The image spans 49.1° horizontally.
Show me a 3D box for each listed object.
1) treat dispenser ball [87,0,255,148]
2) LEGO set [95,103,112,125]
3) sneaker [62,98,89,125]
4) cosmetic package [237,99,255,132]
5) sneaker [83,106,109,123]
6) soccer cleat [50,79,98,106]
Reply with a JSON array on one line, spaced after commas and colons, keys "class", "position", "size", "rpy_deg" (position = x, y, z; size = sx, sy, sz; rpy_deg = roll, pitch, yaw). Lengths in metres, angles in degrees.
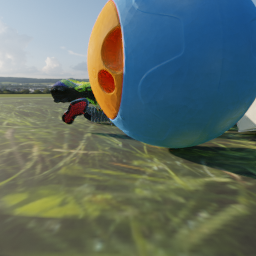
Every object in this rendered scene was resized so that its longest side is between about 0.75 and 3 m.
[{"class": "treat dispenser ball", "position": [0.740, -1.078, 4.643], "size": [2.827, 2.827, 2.827], "rpy_deg": [0, 8, 0]}, {"class": "LEGO set", "position": [-0.370, -0.533, 7.842], "size": [0.969, 0.745, 0.562], "rpy_deg": [-30, 54, -8]}, {"class": "sneaker", "position": [-1.268, -0.503, 6.859], "size": [1.000, 0.396, 0.478], "rpy_deg": [-33, 23, 40]}, {"class": "cosmetic package", "position": [3.598, -0.511, 6.504], "size": [2.032, 1.050, 0.886], "rpy_deg": [-3, -7, -17]}, {"class": "sneaker", "position": [-0.744, -0.385, 8.857], "size": [1.283, 0.481, 0.741], "rpy_deg": [10, 4, 5]}, {"class": "soccer cleat", "position": [-1.259, -1.203, 8.814], "size": [2.510, 0.811, 1.050], "rpy_deg": [6, 36, 22]}]
